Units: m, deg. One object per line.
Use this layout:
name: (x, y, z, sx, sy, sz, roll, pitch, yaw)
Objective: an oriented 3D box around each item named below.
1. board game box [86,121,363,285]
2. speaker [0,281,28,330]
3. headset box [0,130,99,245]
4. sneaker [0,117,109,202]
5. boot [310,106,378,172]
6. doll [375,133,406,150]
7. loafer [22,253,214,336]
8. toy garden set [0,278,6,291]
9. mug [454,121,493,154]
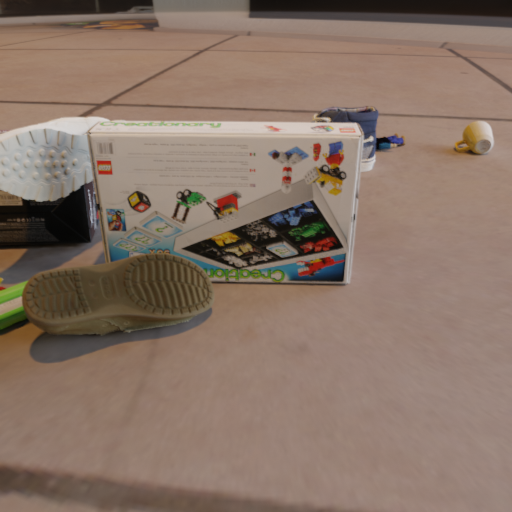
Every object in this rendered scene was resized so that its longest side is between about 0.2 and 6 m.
board game box: (-0.393, -0.692, 7.683, 3.482, 2.198, 0.603, 1, 29, 2)
speaker: (-3.115, 0.643, 7.047, 1.119, 0.495, 0.495, -25, 37, -38)
headset box: (-3.876, -1.376, 9.945, 2.321, 1.171, 3.123, -1, 28, -6)
sneaker: (-2.956, -1.482, 8.010, 1.059, 1.005, 2.630, 20, 24, 21)
boot: (1.144, -2.431, 11.783, 2.930, 1.323, 1.066, -8, 30, -14)
doll: (3.059, -2.695, 13.369, 1.145, 0.277, 0.781, -17, 34, -29)
loafer: (-1.653, 0.498, 6.879, 2.329, 0.786, 0.886, 1, 68, -29)
toy garden set: (-4.282, 0.530, 7.413, 1.331, 0.319, 1.597, 15, 32, 26)
mug: (5.185, -2.656, 13.129, 0.655, 0.818, 0.672, 29, 35, -15)
